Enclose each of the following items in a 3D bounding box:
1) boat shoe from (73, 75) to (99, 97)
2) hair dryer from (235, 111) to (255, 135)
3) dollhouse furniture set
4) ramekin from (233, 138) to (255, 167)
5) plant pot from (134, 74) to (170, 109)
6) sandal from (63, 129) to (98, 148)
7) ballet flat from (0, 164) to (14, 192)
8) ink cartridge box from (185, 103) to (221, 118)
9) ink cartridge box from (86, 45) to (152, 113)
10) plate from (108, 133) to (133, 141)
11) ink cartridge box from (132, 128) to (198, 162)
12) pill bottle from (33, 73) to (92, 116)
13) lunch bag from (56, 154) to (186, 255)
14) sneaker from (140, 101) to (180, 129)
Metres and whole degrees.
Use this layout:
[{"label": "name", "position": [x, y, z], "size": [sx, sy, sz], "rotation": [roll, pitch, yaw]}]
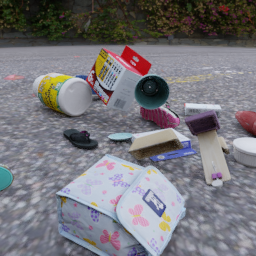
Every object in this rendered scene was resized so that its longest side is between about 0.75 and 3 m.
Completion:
[{"label": "boat shoe", "position": [-1.818, -1.995, 14.384], "size": [2.747, 0.992, 0.994], "rotation": [11, -6, -31]}, {"label": "hair dryer", "position": [5.135, -0.035, 10.103], "size": [2.812, 0.764, 2.142], "rotation": [26, 16, 39]}, {"label": "dollhouse furniture set", "position": [1.482, 1.057, 7.604], "size": [2.512, 1.990, 1.783], "rotation": [-17, 58, 19]}, {"label": "ramekin", "position": [3.552, 0.707, 8.023], "size": [1.095, 0.510, 1.095], "rotation": [0, 20, 0]}, {"label": "plant pot", "position": [0.769, -1.314, 9.496], "size": [1.168, 1.168, 0.783], "rotation": [-1, 25, -2]}, {"label": "sandal", "position": [-1.645, 0.261, 9.314], "size": [0.664, 0.423, 1.766], "rotation": [-17, 27, -38]}, {"label": "ballet flat", "position": [-3.881, 1.216, 6.356], "size": [2.414, 0.868, 0.868], "rotation": [-8, 22, -22]}, {"label": "ink cartridge box", "position": [3.296, -0.969, 12.553], "size": [1.450, 0.428, 1.812], "rotation": [3, 22, 8]}, {"label": "ink cartridge box", "position": [-0.431, -2.129, 10.902], "size": [1.001, 2.096, 2.387], "rotation": [16, 22, -37]}, {"label": "plate", "position": [-0.241, 0.310, 9.513], "size": [0.854, 0.109, 0.854], "rotation": [-3, 13, 1]}, {"label": "ink cartridge box", "position": [1.132, 0.479, 8.888], "size": [1.555, 0.343, 1.584], "rotation": [-8, 21, -23]}, {"label": "pill bottle", "position": [-3.048, -1.590, 12.512], "size": [1.617, 1.617, 2.867], "rotation": [-19, 28, -40]}, {"label": "lunch bag", "position": [-0.046, 1.437, 5.158], "size": [1.940, 1.233, 1.645], "rotation": [19, 29, 25]}, {"label": "sneaker", "position": [1.412, -0.608, 11.003], "size": [0.997, 0.840, 2.278], "rotation": [-18, 22, -25]}]
